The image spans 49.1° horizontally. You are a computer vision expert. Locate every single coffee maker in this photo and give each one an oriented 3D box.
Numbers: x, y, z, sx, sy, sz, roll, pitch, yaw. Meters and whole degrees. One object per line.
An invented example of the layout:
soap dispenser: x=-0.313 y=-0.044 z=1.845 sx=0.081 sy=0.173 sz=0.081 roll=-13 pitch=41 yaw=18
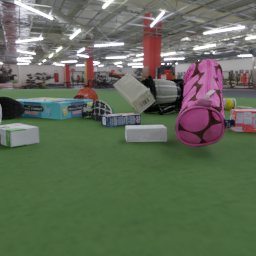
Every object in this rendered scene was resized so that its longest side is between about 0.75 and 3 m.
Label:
coffee maker: x=1.712 y=-1.500 z=12.504 sx=2.395 sy=1.613 sz=2.300 roll=-3 pitch=9 yaw=-21

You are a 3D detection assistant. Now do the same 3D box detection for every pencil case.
pencil case: x=1.705 y=-0.709 z=6.336 sx=1.132 sy=1.168 sz=2.494 roll=0 pitch=35 yaw=14

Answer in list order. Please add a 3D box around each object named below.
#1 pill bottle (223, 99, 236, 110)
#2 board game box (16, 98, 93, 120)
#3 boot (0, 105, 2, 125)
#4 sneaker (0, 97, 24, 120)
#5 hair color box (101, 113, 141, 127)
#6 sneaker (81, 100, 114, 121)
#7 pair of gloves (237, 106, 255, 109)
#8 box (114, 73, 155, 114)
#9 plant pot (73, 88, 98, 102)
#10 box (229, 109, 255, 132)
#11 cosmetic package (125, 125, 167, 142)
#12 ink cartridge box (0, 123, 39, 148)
pill bottle: x=4.707 y=-1.164 z=13.662 sx=0.967 sy=0.544 sz=0.544 roll=0 pitch=10 yaw=-1
board game box: x=-3.178 y=-0.865 z=11.591 sx=2.768 sy=0.650 sz=2.090 roll=5 pitch=11 yaw=26
boot: x=-3.868 y=-0.159 z=6.512 sx=1.228 sy=0.945 sz=2.569 roll=5 pitch=10 yaw=-9
sneaker: x=-5.038 y=-0.718 z=10.399 sx=2.212 sy=0.838 sz=0.968 roll=-4 pitch=5 yaw=-22
hair color box: x=-0.221 y=-0.270 z=8.997 sx=1.164 sy=0.352 sz=0.582 roll=-5 pitch=11 yaw=-26
sneaker: x=-1.031 y=-0.659 z=10.382 sx=0.751 sy=0.731 sz=1.886 roll=4 pitch=6 yaw=-35
pair of gloves: x=5.467 y=-0.691 z=11.738 sx=1.323 sy=0.273 sz=1.555 roll=2 pitch=11 yaw=-8
box: x=0.195 y=-1.237 z=9.737 sx=0.742 sy=0.607 sz=1.562 roll=-39 pitch=40 yaw=0
plant pot: x=-2.061 y=-1.255 z=13.051 sx=1.089 sy=1.089 sz=1.059 roll=2 pitch=18 yaw=10
box: x=3.552 y=-0.218 z=7.914 sx=1.204 sy=0.618 sz=0.570 roll=0 pitch=10 yaw=4
cosmetic package: x=0.423 y=0.129 z=6.691 sx=0.946 sy=0.337 sz=0.480 roll=-1 pitch=10 yaw=-4
ink cartridge box: x=-2.578 y=0.150 z=6.413 sx=0.928 sy=0.391 sz=0.678 roll=9 pitch=13 yaw=41
